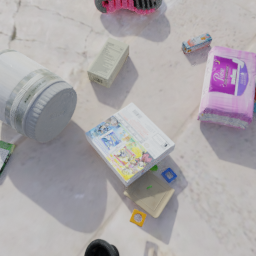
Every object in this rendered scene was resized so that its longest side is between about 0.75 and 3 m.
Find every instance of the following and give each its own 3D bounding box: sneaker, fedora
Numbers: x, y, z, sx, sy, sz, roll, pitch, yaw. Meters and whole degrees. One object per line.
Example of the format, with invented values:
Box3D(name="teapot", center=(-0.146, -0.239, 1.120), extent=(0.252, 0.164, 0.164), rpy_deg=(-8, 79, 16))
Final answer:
Box3D(name="sneaker", center=(0.029, -5.853, 12.329), extent=(2.960, 1.169, 1.412), rpy_deg=(3, 56, 0))
Box3D(name="fedora", center=(-0.658, 3.899, 8.136), extent=(1.406, 0.642, 1.406), rpy_deg=(-5, 82, 37))

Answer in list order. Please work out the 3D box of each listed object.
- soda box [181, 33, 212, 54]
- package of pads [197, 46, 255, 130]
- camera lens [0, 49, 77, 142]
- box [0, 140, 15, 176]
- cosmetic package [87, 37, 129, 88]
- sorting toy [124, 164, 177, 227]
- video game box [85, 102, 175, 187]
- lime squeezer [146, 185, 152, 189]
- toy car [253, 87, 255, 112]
Box3D(name="soda box", center=(2.831, -3.497, 11.582), extent=(1.223, 0.418, 0.389), rpy_deg=(-22, 69, -9))
Box3D(name="package of pads", center=(3.676, -1.496, 10.340), extent=(1.773, 1.113, 2.943), rpy_deg=(13, 67, 5))
Box3D(name="camera lens", center=(-3.507, -1.122, 9.519), extent=(2.895, 2.316, 2.316), rpy_deg=(32, 70, 13))
Box3D(name="box", center=(-4.624, 1.011, 9.763), extent=(0.885, 0.223, 1.227), rpy_deg=(16, 69, 7))
Box3D(name="cosmetic package", center=(-0.749, -2.594, 11.065), extent=(0.966, 0.653, 1.836), rpy_deg=(26, 69, 11))
Box3D(name="sorting toy", center=(0.673, 2.112, 9.091), extent=(1.317, 0.319, 2.339), rpy_deg=(35, 56, 10))
Box3D(name="video game box", center=(0.054, 0.479, 9.584), extent=(2.121, 0.545, 2.328), rpy_deg=(-33, 62, -20))
Box3D(name="lime squeezer", center=(0.375, 1.985, 9.224), extent=(1.029, 0.364, 0.194), rpy_deg=(2, 52, 36))
Box3D(name="toy car", center=(5.369, -1.373, 10.070), extent=(1.348, 1.524, 1.405), rpy_deg=(15, 68, 7))
